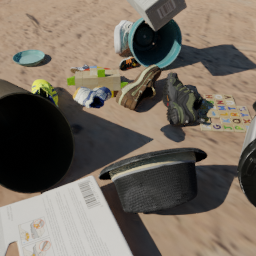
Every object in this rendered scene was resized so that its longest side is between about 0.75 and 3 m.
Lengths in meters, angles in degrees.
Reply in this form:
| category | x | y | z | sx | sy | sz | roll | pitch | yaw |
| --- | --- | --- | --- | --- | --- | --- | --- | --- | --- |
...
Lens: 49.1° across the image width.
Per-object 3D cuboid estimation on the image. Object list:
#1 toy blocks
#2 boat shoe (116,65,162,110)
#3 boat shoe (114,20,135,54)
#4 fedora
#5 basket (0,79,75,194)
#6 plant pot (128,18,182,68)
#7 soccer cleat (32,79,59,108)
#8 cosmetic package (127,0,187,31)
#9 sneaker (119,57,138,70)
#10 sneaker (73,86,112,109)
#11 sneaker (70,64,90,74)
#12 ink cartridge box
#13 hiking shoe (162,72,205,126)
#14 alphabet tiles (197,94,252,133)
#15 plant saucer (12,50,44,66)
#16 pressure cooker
| category | x | y | z | sx | sy | sz | roll | pitch | yaw |
| --- | --- | --- | --- | --- | --- | --- | --- | --- | --- |
| toy blocks | -1.098 | -1.805 | 10.099 | 2.044 | 1.021 | 1.397 | -4 | 29 | -6 |
| boat shoe | 0.587 | -1.329 | 9.608 | 0.860 | 0.859 | 2.325 | 35 | 56 | 17 |
| boat shoe | 0.005 | -4.181 | 12.748 | 0.958 | 1.049 | 2.916 | 2 | 32 | 9 |
| fedora | 0.618 | 1.211 | 6.028 | 2.406 | 2.406 | 1.099 | -9 | 72 | -11 |
| basket | -2.977 | -0.101 | 7.084 | 1.985 | 2.632 | 2.919 | -37 | 41 | -21 |
| plant pot | 0.883 | -3.641 | 11.455 | 2.038 | 2.038 | 1.915 | -9 | 27 | -11 |
| soccer cleat | -2.658 | -1.027 | 8.959 | 0.807 | 1.044 | 2.496 | -12 | 42 | -14 |
| cosmetic package | 0.577 | -4.324 | 8.721 | 1.285 | 1.085 | 2.406 | -36 | 57 | 10 |
| sneaker | 0.057 | -2.602 | 11.341 | 0.452 | 0.351 | 1.004 | 22 | 43 | 28 |
| sneaker | -0.698 | -0.641 | 6.419 | 0.536 | 0.458 | 1.217 | 39 | 28 | 20 |
| sneaker | -1.885 | -2.338 | 11.089 | 0.764 | 0.268 | 0.415 | 6 | 45 | -3 |
| ink cartridge box | -1.274 | 2.336 | 5.362 | 2.323 | 0.590 | 2.637 | -16 | 43 | -19 |
| hiking shoe | 1.791 | -0.942 | 9.155 | 1.160 | 0.873 | 2.305 | 5 | 49 | -7 |
| alphabet tiles | 3.100 | -0.537 | 9.141 | 1.649 | 0.074 | 1.973 | 2 | 41 | 3 |
| plant saucer | -4.168 | -2.923 | 11.811 | 1.301 | 0.234 | 1.301 | 0 | 40 | 0 |
| pressure cooker | 3.713 | 0.543 | 6.086 | 2.305 | 2.270 | 2.581 | 11 | 31 | 25 |
